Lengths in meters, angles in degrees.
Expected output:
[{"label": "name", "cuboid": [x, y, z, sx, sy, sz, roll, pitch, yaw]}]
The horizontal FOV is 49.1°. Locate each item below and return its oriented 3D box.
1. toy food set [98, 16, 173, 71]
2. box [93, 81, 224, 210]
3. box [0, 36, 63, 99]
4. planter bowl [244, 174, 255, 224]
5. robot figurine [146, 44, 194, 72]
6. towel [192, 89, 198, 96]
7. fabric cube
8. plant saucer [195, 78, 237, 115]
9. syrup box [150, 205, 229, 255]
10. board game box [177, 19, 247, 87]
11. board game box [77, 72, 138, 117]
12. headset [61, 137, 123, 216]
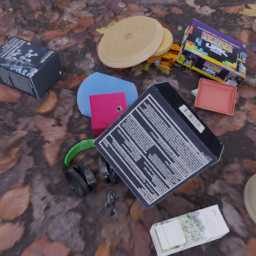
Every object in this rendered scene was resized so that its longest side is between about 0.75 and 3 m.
[{"label": "toy food set", "cuboid": [0.134, -3.538, 11.537, 2.941, 0.716, 2.912, -35, 52, -1]}, {"label": "box", "cuboid": [0.801, 0.423, 7.591, 2.415, 2.396, 1.488, 51, 26, 6]}, {"label": "box", "cuboid": [-4.002, -2.399, 10.978, 2.224, 1.191, 1.651, 22, 57, 16]}, {"label": "planter bowl", "cuboid": [4.560, 1.835, 7.706, 2.208, 1.486, 2.208, 0, 55, 0]}, {"label": "robot figurine", "cuboid": [1.912, -2.969, 11.637, 2.200, 0.640, 1.595, 15, 55, 0]}, {"label": "towel", "cuboid": [2.996, -1.392, 10.921, 0.849, 0.099, 0.648, -27, 59, -19]}, {"label": "fabric cube", "cuboid": [-0.629, -0.450, 9.370, 1.184, 1.188, 1.165, -6, 78, -5]}, {"label": "plant saucer", "cuboid": [3.289, -1.135, 10.563, 1.417, 0.261, 1.420, 15, 58, 8]}, {"label": "syrup box", "cuboid": [1.611, 2.746, 7.465, 1.884, 0.767, 0.742, -13, 58, -11]}, {"label": "board game box", "cuboid": [3.429, -3.000, 11.219, 2.605, 0.739, 2.153, 24, 55, -6]}, {"label": "board game box", "cuboid": [-0.760, -1.034, 10.405, 2.210, 0.430, 1.746, 17, 74, 4]}, {"label": "headset", "cuboid": [-0.940, 1.229, 8.199, 1.833, 1.395, 2.968, -19, 45, -13]}]
